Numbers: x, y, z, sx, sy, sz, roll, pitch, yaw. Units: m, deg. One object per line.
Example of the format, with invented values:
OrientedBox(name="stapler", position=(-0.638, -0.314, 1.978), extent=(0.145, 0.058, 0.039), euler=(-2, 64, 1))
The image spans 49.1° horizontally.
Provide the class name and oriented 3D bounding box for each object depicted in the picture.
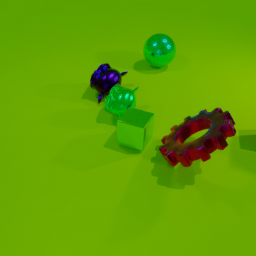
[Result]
OrientedBox(name="monkey head", position=(-0.266, -0.780, 9.024), extent=(0.957, 1.143, 1.589), euler=(28, 65, -10))
OrientedBox(name="monkey head", position=(-0.820, -1.619, 10.030), extent=(1.044, 1.247, 1.733), euler=(42, 64, -7))
OrientedBox(name="gear", position=(1.762, 0.210, 7.279), extent=(1.987, 0.367, 1.987), euler=(-31, 18, 12))
OrientedBox(name="cube", position=(0.222, 0.017, 7.997), extent=(0.819, 0.819, 0.819), euler=(16, 38, 18))
OrientedBox(name="ball", position=(1.275, -3.137, 11.332), extent=(1.327, 1.327, 1.327), euler=(0, 41, 0))
